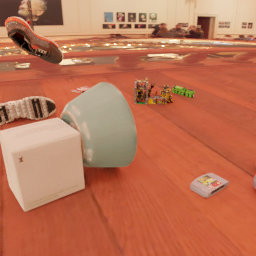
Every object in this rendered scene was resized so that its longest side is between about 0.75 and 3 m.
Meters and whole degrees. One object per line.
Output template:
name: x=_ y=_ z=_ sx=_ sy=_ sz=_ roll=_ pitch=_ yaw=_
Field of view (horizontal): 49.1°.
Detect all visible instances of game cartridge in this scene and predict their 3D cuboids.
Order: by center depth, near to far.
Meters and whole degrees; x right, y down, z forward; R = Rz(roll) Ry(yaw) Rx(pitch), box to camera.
game cartridge: x=2.245 y=1.567 z=7.811 sx=1.008 sy=0.206 sz=0.671 roll=-17 pitch=25 yaw=-35

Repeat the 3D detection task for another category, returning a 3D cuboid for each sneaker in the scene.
sneaker: x=-3.156 y=-2.685 z=9.451 sx=0.865 sy=2.245 sz=0.919 roll=-30 pitch=51 yaw=27
sneaker: x=-4.736 y=-0.887 z=12.614 sx=2.857 sy=1.073 sz=1.158 roll=-9 pitch=16 yaw=-21

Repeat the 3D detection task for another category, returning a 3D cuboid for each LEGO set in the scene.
LEGO set: x=1.267 y=-2.111 z=14.910 sx=2.350 sy=1.362 sz=1.807 roll=7 pitch=24 yaw=15

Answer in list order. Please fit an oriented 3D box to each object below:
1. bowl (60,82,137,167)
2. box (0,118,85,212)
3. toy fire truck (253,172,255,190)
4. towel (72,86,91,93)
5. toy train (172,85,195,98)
bowl: x=-1.053 y=0.081 z=8.185 sx=1.385 sy=2.648 sz=2.648 roll=-17 pitch=28 yaw=-30
box: x=-2.257 y=0.866 z=7.441 sx=1.729 sy=1.738 sz=1.489 roll=-16 pitch=26 yaw=-32
toy fire truck: x=4.469 y=1.146 z=8.196 sx=2.631 sy=0.641 sz=1.855 roll=-10 pitch=25 yaw=-21
towel: x=-2.761 y=-2.352 z=17.069 sx=0.807 sy=0.127 sz=1.120 roll=16 pitch=28 yaw=34
toy train: x=3.154 y=-2.113 z=16.081 sx=0.338 sy=0.457 sz=1.620 roll=-17 pitch=29 yaw=-34
